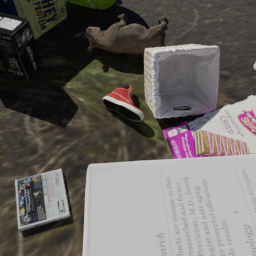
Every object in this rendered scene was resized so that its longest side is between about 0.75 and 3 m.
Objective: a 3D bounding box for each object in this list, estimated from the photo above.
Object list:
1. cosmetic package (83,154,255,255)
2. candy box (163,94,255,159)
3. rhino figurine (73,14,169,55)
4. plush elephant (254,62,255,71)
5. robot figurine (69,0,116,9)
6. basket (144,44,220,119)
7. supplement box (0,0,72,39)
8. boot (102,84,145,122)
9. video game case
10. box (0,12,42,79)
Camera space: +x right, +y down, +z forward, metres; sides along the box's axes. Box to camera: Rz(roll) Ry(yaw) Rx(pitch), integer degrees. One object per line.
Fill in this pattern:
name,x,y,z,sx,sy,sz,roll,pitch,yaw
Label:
cosmetic package,0.895,1.999,4.137,2.825,2.364,2.349,-4,53,-1
candy box,2.220,0.419,5.856,2.545,0.776,1.735,-22,54,8
rhino figurine,-0.251,-2.869,8.776,2.999,0.897,1.311,3,54,5
plush elephant,4.934,-1.353,6.946,2.255,2.738,2.120,3,71,-6
robot figurine,-1.508,-5.270,10.096,2.815,1.628,2.469,21,25,16
basket,1.206,-1.208,6.757,1.555,1.570,1.262,-7,24,-9
supplement box,-3.697,-4.370,9.429,2.423,1.627,2.420,28,58,20
boot,0.076,-0.735,7.449,1.262,0.457,0.911,30,57,25
video game case,-1.832,1.489,5.958,1.020,0.131,1.122,-13,55,-10
box,-3.626,-2.431,8.032,1.872,1.533,0.806,18,55,14
